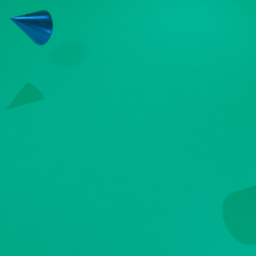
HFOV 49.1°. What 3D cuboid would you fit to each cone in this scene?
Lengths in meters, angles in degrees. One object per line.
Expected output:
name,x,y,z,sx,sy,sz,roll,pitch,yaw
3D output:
cone,-2.544,-2.628,7.034,0.914,0.914,0.918,41,24,26
